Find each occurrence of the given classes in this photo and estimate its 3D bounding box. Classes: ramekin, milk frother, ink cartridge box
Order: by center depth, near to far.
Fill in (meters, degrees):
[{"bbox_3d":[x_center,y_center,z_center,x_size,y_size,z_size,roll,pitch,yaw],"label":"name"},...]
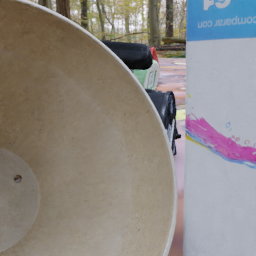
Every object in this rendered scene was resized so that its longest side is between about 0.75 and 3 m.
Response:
[{"bbox_3d":[1.449,-0.056,2.676,1.194,2.820,2.038,7,17,35],"label":"ink cartridge box"},{"bbox_3d":[-0.375,0.044,4.803,2.426,2.327,2.579,5,-26,16],"label":"milk frother"},{"bbox_3d":[0.580,-1.980,11.129,0.838,1.715,1.715,18,23,22],"label":"ramekin"}]

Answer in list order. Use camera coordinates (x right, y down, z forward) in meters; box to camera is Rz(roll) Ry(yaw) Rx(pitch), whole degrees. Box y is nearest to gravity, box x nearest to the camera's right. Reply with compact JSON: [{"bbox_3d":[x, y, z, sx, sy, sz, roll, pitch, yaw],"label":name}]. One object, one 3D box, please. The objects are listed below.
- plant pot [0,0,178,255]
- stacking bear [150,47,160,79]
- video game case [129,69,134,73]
[{"bbox_3d":[-1.052,0.421,2.496,2.537,2.537,1.703,-18,-13,-46],"label":"plant pot"},{"bbox_3d":[0.102,-3.061,14.990,2.845,1.618,1.728,-3,40,28],"label":"stacking bear"},{"bbox_3d":[-0.448,-1.543,9.300,1.364,1.505,0.270,-25,57,-19],"label":"video game case"}]
